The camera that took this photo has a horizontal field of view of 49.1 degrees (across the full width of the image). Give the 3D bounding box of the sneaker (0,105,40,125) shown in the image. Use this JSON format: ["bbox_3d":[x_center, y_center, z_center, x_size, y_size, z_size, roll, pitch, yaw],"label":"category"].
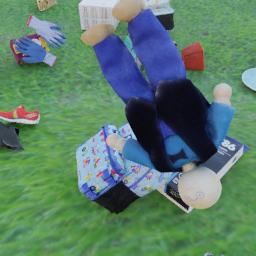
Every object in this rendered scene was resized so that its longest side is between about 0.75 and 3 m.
[{"bbox_3d":[-3.318,-0.425,8.473,1.312,0.505,0.557,7,87,-3],"label":"sneaker"}]

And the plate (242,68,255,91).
[{"bbox_3d":[5.052,-1.628,10.137,1.817,0.232,1.817,0,41,0],"label":"plate"}]

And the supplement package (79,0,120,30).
[{"bbox_3d":[-1.347,-5.701,13.896,1.679,1.235,1.605,8,43,9],"label":"supplement package"}]

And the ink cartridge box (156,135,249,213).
[{"bbox_3d":[1.867,0.723,7.287,1.472,0.581,2.961,32,50,31],"label":"ink cartridge box"}]

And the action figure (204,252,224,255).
[{"bbox_3d":[1.353,2.706,5.195,1.300,0.451,0.846,7,35,3],"label":"action figure"}]

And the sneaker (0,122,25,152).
[{"bbox_3d":[-3.483,0.142,8.048,0.753,0.433,1.443,-16,49,-16],"label":"sneaker"}]

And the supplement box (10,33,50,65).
[{"bbox_3d":[-3.960,-3.208,11.291,1.296,0.669,0.848,-25,92,-24],"label":"supplement box"}]

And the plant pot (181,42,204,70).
[{"bbox_3d":[2.528,-2.778,11.029,0.747,0.847,0.848,-9,42,7],"label":"plant pot"}]

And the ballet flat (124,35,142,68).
[{"bbox_3d":[0.405,-3.062,11.328,0.782,0.827,2.455,7,41,-17],"label":"ballet flat"}]

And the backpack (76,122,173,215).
[{"bbox_3d":[-0.003,0.650,6.189,1.994,1.341,1.820,-35,39,21],"label":"backpack"}]

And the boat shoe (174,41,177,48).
[{"bbox_3d":[1.516,-2.984,11.253,0.655,0.791,2.202,8,37,14],"label":"boat shoe"}]

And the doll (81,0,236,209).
[{"bbox_3d":[0.418,-0.218,3.935,1.979,2.901,0.703,-30,-3,25],"label":"doll"}]

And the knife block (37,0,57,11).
[{"bbox_3d":[-5.155,-7.576,16.465,1.655,0.603,1.885,18,45,20],"label":"knife block"}]

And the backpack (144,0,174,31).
[{"bbox_3d":[1.091,-5.597,13.495,1.932,1.685,2.198,-13,37,-2],"label":"backpack"}]

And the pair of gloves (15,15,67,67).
[{"bbox_3d":[-3.447,-3.382,11.115,1.670,0.237,2.078,27,72,-23],"label":"pair of gloves"}]
